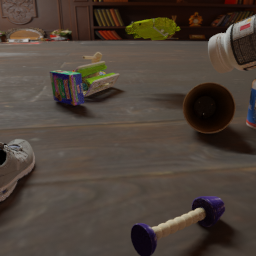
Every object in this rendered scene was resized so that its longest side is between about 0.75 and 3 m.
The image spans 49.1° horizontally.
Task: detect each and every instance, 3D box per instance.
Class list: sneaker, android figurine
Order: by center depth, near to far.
[{"bbox_3d":[-2.227,0.566,5.225,0.716,0.786,1.916,-2,21,-5],"label":"sneaker"},{"bbox_3d":[1.089,-4.249,12.100,2.243,0.461,2.042,2,3,26],"label":"android figurine"}]

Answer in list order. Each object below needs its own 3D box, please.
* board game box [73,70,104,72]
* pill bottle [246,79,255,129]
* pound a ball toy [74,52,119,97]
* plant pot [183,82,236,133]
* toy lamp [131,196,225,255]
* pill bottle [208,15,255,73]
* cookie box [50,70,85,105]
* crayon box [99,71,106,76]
[{"bbox_3d":[-2.250,-3.026,15.181,2.442,0.475,1.929,-6,22,-15],"label":"board game box"},{"bbox_3d":[3.840,-0.838,7.628,0.960,1.711,0.960,0,19,0],"label":"pill bottle"},{"bbox_3d":[-1.557,-2.294,12.052,1.623,1.057,2.489,42,32,8],"label":"pound a ball toy"},{"bbox_3d":[2.212,-0.589,7.859,1.315,1.315,1.411,4,7,11],"label":"plant pot"},{"bbox_3d":[0.759,1.244,3.771,1.548,0.450,0.450,-6,20,-39],"label":"toy lamp"},{"bbox_3d":[3.699,-2.461,7.939,2.534,1.475,1.475,-9,8,46],"label":"pill bottle"},{"bbox_3d":[-2.175,-1.452,9.978,1.281,1.096,0.481,15,28,40],"label":"cookie box"},{"bbox_3d":[-2.035,-2.408,13.510,1.931,0.498,1.214,-4,21,-8],"label":"crayon box"}]
